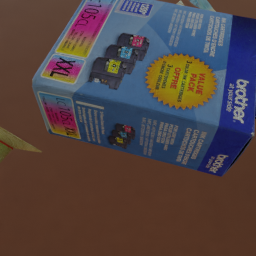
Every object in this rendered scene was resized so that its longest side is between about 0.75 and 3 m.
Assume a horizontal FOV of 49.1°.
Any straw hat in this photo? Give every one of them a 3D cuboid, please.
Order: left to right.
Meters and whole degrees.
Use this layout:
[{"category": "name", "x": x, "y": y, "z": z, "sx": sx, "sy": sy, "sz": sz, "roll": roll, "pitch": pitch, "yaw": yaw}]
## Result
[{"category": "straw hat", "x": -1.548, "y": 0.186, "z": 3.075, "sx": 1.142, "sy": 1.142, "sz": 0.483, "roll": 23, "pitch": 76, "yaw": 25}]

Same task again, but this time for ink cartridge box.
[{"category": "ink cartridge box", "x": 0.517, "y": -0.588, "z": 3.462, "sx": 2.669, "sy": 1.019, "sz": 1.821, "roll": 14, "pitch": 58, "yaw": 6}]

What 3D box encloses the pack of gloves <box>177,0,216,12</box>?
[{"category": "pack of gloves", "x": 1.708, "y": -2.832, "z": 6.932, "sx": 0.903, "sy": 0.212, "sz": 1.075, "roll": -38, "pitch": 88, "yaw": -2}]
